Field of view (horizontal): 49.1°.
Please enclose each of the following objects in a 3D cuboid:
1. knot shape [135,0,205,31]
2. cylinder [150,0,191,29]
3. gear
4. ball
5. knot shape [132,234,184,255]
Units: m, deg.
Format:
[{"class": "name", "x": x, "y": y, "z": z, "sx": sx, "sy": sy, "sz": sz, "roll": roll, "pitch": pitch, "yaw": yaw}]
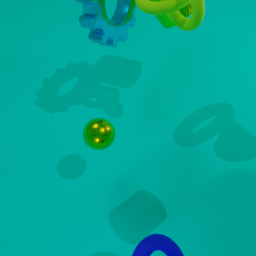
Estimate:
[{"class": "knot shape", "x": 0.838, "y": -2.737, "z": 5.560, "sx": 1.478, "sy": 1.580, "sz": 0.730, "roll": 7, "pitch": 24, "yaw": 25}, {"class": "cylinder", "x": 0.968, "y": -3.152, "z": 6.665, "sx": 1.085, "sy": 1.085, "sz": 1.085, "roll": 43, "pitch": 65, "yaw": -28}, {"class": "gear", "x": -0.357, "y": -2.814, "z": 6.119, "sx": 0.364, "sy": 1.969, "sz": 1.969, "roll": 18, "pitch": 66, "yaw": 25}, {"class": "ball", "x": -0.624, "y": 0.130, "z": 6.059, "sx": 0.707, "sy": 0.707, "sz": 0.707, "roll": 0, "pitch": 65, "yaw": 0}, {"class": "knot shape", "x": 0.449, "y": 2.632, "z": 4.246, "sx": 1.724, "sy": 0.796, "sz": 1.613, "roll": -27, "pitch": 47, "yaw": -24}]
